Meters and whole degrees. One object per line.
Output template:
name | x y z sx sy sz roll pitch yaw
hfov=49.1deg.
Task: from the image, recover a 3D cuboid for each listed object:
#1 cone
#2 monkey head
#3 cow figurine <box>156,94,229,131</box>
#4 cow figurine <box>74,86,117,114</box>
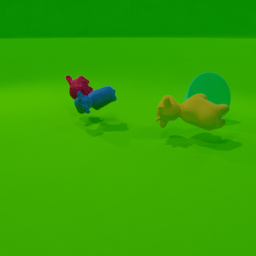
cone | 2.309 -0.982 9.494 1.584 1.584 1.590 -7 5 -18
monkey head | -1.667 -1.202 9.158 0.792 1.314 0.945 -22 6 39
cow figurine | 1.625 -0.383 7.369 1.602 0.894 1.628 -19 37 -37
cow figurine | -0.947 -0.856 8.313 1.257 0.690 1.237 -24 0 5
